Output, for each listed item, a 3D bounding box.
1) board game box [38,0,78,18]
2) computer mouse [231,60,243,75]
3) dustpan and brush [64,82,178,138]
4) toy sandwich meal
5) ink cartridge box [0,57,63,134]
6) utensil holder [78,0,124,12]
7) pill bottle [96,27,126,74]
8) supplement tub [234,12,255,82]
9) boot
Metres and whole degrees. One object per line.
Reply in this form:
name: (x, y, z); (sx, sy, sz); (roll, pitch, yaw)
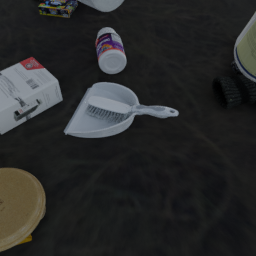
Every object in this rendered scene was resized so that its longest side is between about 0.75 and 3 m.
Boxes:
board game box: (-2.610, -4.597, 10.543); (1.175, 0.333, 0.972); (10, 53, 8)
computer mouse: (4.669, -1.905, 8.200); (2.963, 0.781, 2.052); (12, 52, 23)
dustpan and brush: (-0.104, -0.435, 6.929); (2.645, 0.757, 1.846); (13, 53, 10)
toy sandwich meal: (-2.547, 1.611, 5.419); (1.926, 0.660, 1.926); (4, 47, -4)
ink cartridge box: (-2.880, -0.886, 7.283); (1.844, 0.764, 1.353); (-34, 59, -24)
utensil holder: (-1.061, -4.127, 7.260); (1.946, 1.653, 1.653); (36, 59, 26)
pill bottle: (-0.551, -2.387, 8.460); (0.810, 0.810, 1.455); (-8, 51, -6)
supplement tub: (1.470, -0.879, 2.575); (0.700, 0.966, 0.700); (0, 78, 1)
boot: (3.197, -0.756, 7.179); (1.441, 0.725, 1.927); (-12, 41, -18)
